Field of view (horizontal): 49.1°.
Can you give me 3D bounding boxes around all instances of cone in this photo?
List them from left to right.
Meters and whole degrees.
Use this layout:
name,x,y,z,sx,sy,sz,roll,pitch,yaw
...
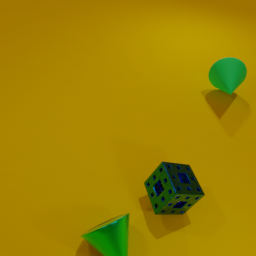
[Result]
name,x,y,z,sx,sy,sz,roll,pitch,yaw
cone,-0.265,2.647,6.103,1.174,1.174,1.178,-21,78,-18
cone,3.363,-1.479,9.332,1.285,1.285,1.290,8,41,7

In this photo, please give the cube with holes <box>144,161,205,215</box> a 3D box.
name,x,y,z,sx,sy,sz,roll,pitch,yaw
cube with holes,1.087,1.466,6.759,0.887,0.887,0.887,11,40,-31
